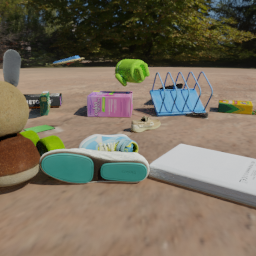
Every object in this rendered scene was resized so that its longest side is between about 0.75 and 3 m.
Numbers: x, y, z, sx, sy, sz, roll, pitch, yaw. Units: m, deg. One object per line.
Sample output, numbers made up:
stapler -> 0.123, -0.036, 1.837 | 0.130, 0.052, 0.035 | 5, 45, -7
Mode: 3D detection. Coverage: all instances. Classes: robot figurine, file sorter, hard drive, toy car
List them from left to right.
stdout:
toy car -> -3.032, -0.260, 6.295 | 2.265, 2.870, 2.358 | 8, 19, 43
robot figurine -> 0.145, -2.683, 13.207 | 1.855, 1.073, 1.628 | 15, 48, 44
file sorter -> 2.441, -1.668, 13.054 | 2.397, 1.471, 1.664 | -4, 50, -12
hard drive -> 2.221, 1.038, 6.632 | 2.895, 0.380, 1.909 | 10, 19, 33

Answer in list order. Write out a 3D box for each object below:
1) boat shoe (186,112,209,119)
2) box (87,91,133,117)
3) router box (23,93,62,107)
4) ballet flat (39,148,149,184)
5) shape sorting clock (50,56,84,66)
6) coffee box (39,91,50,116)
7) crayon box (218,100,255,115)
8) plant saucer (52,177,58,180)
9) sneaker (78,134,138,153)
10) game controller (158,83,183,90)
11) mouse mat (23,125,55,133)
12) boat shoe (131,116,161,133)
boat shoe -> 3.140, -0.630, 12.710 | 1.052, 0.300, 0.352 | 10, 19, 32
box -> -0.802, -1.181, 13.418 | 2.010, 0.972, 1.768 | 1, 16, 4
router box -> -4.771, -1.526, 15.250 | 2.257, 0.576, 1.683 | -3, 13, -9
ballet flat -> -0.749, 0.833, 6.566 | 2.474, 0.859, 0.859 | 4, 15, -6
shape sorting clock -> -2.389, -2.614, 11.062 | 1.350, 0.265, 1.350 | -15, 15, 4
coffee box -> -4.033, -1.221, 13.620 | 0.341, 0.955, 1.553 | -2, 18, -11
crayon box -> 5.446, -1.043, 13.870 | 1.866, 0.474, 1.184 | 6, 17, 18
plant saucer -> -1.410, 1.008, 7.101 | 1.129, 0.207, 1.129 | 1, 15, 0
sneaker -> -0.462, 0.567, 7.824 | 1.675, 0.666, 1.093 | -10, 17, -30
game controller -> 2.315, -2.120, 16.043 | 1.377, 0.556, 2.640 | -21, -1, 0
mouse mat -> -3.430, 0.034, 10.865 | 0.799, 0.037, 0.993 | 15, 22, 42
boat shoe -> 0.715, -0.200, 10.835 | 1.507, 0.490, 0.544 | -13, 21, -39
